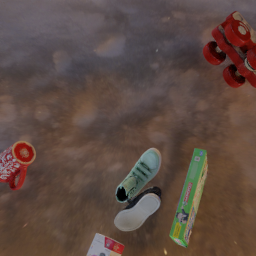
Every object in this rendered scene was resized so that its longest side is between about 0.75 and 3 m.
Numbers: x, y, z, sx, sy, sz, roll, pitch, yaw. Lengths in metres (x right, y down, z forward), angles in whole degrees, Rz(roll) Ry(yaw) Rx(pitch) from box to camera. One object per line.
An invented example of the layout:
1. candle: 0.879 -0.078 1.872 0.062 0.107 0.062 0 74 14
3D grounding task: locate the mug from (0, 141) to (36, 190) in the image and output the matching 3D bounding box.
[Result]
1. mug: -3.011 0.988 7.591 1.090 1.228 0.820 51 35 -9

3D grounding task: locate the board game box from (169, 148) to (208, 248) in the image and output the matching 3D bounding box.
1. board game box: 1.576 1.767 6.986 0.314 1.451 2.156 12 66 24

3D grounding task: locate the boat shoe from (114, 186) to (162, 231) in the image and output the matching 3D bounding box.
1. boat shoe: 0.258 2.065 7.175 0.611 1.653 0.499 39 31 0

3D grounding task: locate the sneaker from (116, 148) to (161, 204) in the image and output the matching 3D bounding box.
1. sneaker: 0.271 1.265 7.170 0.589 0.944 1.600 35 108 15

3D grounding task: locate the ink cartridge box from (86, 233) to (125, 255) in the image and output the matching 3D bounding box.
1. ink cartridge box: -0.633 3.197 6.823 0.748 0.434 1.014 1 56 44

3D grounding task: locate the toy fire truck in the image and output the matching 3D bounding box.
1. toy fire truck: 3.856 -2.605 9.217 2.058 1.374 2.451 -39 89 -32
